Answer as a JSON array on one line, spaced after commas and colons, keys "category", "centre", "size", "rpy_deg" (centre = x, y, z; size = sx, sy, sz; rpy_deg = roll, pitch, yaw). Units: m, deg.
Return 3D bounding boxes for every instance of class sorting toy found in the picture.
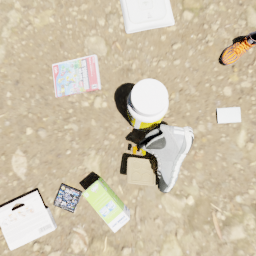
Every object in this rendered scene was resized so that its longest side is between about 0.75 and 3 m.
[{"category": "sorting toy", "centre": [0.503, 1.453, 10.751], "size": [1.087, 0.195, 1.459], "rpy_deg": [7, 66, -9]}]

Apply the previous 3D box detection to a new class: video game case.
[{"category": "video game case", "centre": [-2.111, -2.092, 11.394], "size": [1.975, 0.172, 1.412], "rpy_deg": [-9, 86, 15]}]

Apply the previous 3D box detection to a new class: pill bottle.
[{"category": "pill bottle", "centre": [0.693, -0.795, 10.329], "size": [1.470, 2.573, 1.470], "rpy_deg": [0, 80, -1]}]

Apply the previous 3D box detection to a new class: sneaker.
[{"category": "sneaker", "centre": [1.103, 1.027, 10.088], "size": [1.674, 1.087, 2.898], "rpy_deg": [13, 119, -5]}, {"category": "sneaker", "centre": [4.611, -3.322, 11.313], "size": [1.847, 1.035, 0.716], "rpy_deg": [-41, 88, -2]}]

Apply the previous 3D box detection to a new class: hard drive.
[{"category": "hard drive", "centre": [4.175, -0.529, 11.621], "size": [0.956, 0.126, 0.630], "rpy_deg": [-3, 87, 0]}]

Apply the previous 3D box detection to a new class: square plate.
[{"category": "square plate", "centre": [0.761, -5.199, 11.794], "size": [2.111, 0.300, 2.092], "rpy_deg": [-11, 86, 0]}]

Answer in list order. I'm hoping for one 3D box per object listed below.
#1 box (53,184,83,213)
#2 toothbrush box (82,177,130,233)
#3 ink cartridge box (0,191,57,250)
[{"category": "box", "centre": [-2.440, 2.857, 11.384], "size": [0.925, 0.230, 0.919], "rpy_deg": [22, 87, 1]}, {"category": "toothbrush box", "centre": [-0.798, 2.891, 10.814], "size": [0.803, 1.359, 1.866], "rpy_deg": [-42, 88, -2]}, {"category": "ink cartridge box", "centre": [-4.098, 3.658, 11.229], "size": [1.948, 0.436, 1.716], "rpy_deg": [-25, 88, -2]}]
